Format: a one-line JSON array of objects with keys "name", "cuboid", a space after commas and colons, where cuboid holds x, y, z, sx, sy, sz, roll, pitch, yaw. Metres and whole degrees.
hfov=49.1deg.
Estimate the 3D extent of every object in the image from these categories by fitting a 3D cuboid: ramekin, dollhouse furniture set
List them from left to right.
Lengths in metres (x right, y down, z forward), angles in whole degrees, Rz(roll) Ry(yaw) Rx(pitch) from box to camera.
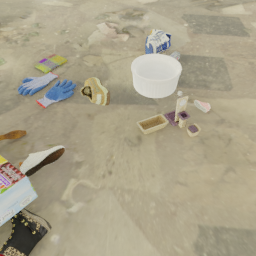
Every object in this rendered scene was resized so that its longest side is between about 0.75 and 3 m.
[{"name": "ramekin", "cuboid": [1.282, -2.408, 13.050, 2.291, 1.117, 2.291, 0, 45, 0]}, {"name": "dollhouse furniture set", "cuboid": [1.553, -0.410, 10.761, 2.095, 1.487, 1.660, -19, 48, -19]}]

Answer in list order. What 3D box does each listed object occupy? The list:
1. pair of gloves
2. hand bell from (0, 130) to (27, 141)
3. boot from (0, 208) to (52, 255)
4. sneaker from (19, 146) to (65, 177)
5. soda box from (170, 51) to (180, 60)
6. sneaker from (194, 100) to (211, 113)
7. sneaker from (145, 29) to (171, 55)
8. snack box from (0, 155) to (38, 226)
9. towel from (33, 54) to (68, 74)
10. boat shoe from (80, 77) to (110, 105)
[{"name": "pair of gloves", "cuboid": [-3.837, -1.910, 13.141, 2.618, 0.298, 2.105, 30, 52, 26]}, {"name": "hand bell", "cuboid": [-4.854, 0.379, 10.566, 1.994, 1.038, 1.038, -15, 45, -30]}, {"name": "boot", "cuboid": [-3.219, 2.991, 7.961, 1.734, 0.634, 1.305, 18, 50, 16]}, {"name": "sneaker", "cuboid": [-3.083, 0.994, 9.963, 1.667, 0.607, 0.706, -31, 55, -26]}, {"name": "soda box", "cuboid": [2.363, -3.665, 14.859, 0.341, 0.367, 1.076, 27, 51, 25]}, {"name": "sneaker", "cuboid": [3.268, -1.006, 12.225, 0.401, 0.289, 0.767, -30, 58, -24]}, {"name": "sneaker", "cuboid": [1.694, -4.630, 15.342, 1.255, 1.072, 2.849, 11, 46, 11]}, {"name": "snack box", "cuboid": [-4.531, 1.927, 8.288, 2.912, 0.985, 2.455, 21, 48, 42]}, {"name": "towel", "cuboid": [-4.062, -3.424, 14.760, 1.118, 0.177, 1.557, 29, 52, 25]}, {"name": "boat shoe", "cuboid": [-1.432, -1.476, 10.823, 0.847, 0.797, 2.225, -4, 21, -24]}]
